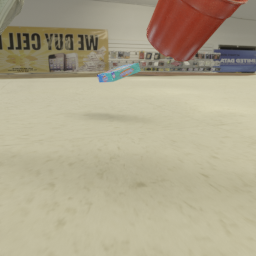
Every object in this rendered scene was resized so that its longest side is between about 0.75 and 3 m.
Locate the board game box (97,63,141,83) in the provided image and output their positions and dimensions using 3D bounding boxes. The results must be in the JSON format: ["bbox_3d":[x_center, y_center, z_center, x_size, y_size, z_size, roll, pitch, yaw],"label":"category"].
[{"bbox_3d":[-0.383,-2.079,10.644,1.173,0.347,1.542,-24,16,-19],"label":"board game box"}]

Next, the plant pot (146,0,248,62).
[{"bbox_3d":[1.275,-2.421,5.899,1.694,1.648,1.694,15,48,-17],"label":"plant pot"}]

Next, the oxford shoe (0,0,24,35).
[{"bbox_3d":[-3.656,-2.789,7.444,1.023,2.720,0.786,38,5,4],"label":"oxford shoe"}]
